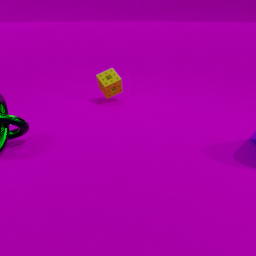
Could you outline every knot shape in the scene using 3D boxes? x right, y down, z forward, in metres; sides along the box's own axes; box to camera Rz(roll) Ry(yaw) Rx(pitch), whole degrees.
[{"bbox_3d":[-3.215,0.007,7.018,0.759,1.644,1.538,28,3,26],"label":"knot shape"}]

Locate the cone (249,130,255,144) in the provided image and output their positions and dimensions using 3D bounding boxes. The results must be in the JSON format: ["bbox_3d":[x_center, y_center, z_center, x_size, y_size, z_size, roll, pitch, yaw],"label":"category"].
[{"bbox_3d":[3.612,0.228,7.123,1.602,1.602,1.608,-6,-3,-14],"label":"cone"}]

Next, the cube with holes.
[{"bbox_3d":[-0.705,-1.714,10.813,0.711,0.711,0.711,-27,58,-14],"label":"cube with holes"}]
